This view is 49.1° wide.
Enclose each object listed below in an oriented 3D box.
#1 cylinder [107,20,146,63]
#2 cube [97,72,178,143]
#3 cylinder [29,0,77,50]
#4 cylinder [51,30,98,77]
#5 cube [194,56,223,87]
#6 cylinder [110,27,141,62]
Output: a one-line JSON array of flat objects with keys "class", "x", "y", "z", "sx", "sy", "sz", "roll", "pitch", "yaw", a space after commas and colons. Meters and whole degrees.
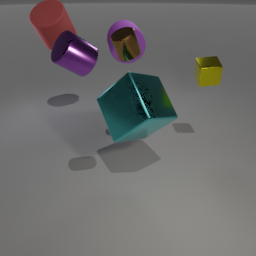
[{"class": "cylinder", "x": -0.097, "y": -3.467, "z": 11.202, "sx": 1.400, "sy": 1.400, "sz": 1.400, "roll": -3, "pitch": 31, "yaw": -7}, {"class": "cube", "x": 0.253, "y": -0.552, "z": 7.840, "sx": 1.400, "sy": 1.400, "sz": 1.400, "roll": -5, "pitch": 67, "yaw": -50}, {"class": "cylinder", "x": -2.917, "y": -4.018, "z": 11.036, "sx": 1.400, "sy": 1.400, "sz": 1.400, "roll": -4, "pitch": 66, "yaw": 9}, {"class": "cylinder", "x": -1.091, "y": -1.505, "z": 5.715, "sx": 0.700, "sy": 0.700, "sz": 0.700, "roll": 22, "pitch": 9, "yaw": -41}, {"class": "cube", "x": 2.622, "y": -1.856, "z": 9.186, "sx": 0.700, "sy": 0.700, "sz": 0.700, "roll": -5, "pitch": 44, "yaw": 1}, {"class": "cylinder", "x": -0.059, "y": -2.367, "z": 7.926, "sx": 0.700, "sy": 0.700, "sz": 0.700, "roll": -13, "pitch": 45, "yaw": 13}]
